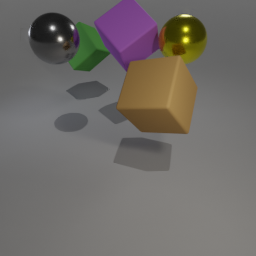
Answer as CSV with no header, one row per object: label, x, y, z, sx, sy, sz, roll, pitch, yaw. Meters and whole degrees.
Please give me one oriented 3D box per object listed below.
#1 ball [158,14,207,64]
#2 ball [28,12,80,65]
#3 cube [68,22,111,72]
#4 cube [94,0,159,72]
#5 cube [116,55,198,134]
ball,1.591,-2.562,8.169,1.400,1.400,1.400,0,32,0
ball,-2.060,-2.500,7.884,1.400,1.400,1.400,0,32,0
cube,-1.860,-3.416,11.996,1.400,1.400,1.400,-36,-5,21
cube,0.015,-2.939,8.914,1.400,1.400,1.400,-37,73,-1
cube,0.777,-0.774,7.050,1.400,1.400,1.400,2,66,33
